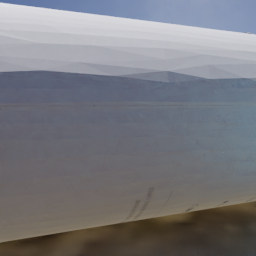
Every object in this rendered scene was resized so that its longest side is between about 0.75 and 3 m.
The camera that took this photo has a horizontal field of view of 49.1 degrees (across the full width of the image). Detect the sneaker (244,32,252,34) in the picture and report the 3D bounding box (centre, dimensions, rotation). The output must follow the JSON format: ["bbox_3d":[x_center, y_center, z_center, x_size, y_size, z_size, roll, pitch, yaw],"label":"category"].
[{"bbox_3d":[1.530,-0.977,5.082,2.969,1.050,1.472,-36,-4,-8],"label":"sneaker"}]

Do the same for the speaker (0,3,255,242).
[{"bbox_3d":[0.439,-0.041,1.471,2.250,0.913,0.913,-2,5,-22],"label":"speaker"}]
